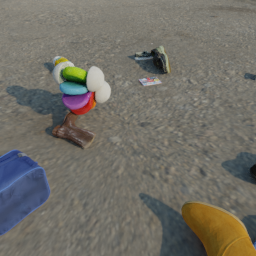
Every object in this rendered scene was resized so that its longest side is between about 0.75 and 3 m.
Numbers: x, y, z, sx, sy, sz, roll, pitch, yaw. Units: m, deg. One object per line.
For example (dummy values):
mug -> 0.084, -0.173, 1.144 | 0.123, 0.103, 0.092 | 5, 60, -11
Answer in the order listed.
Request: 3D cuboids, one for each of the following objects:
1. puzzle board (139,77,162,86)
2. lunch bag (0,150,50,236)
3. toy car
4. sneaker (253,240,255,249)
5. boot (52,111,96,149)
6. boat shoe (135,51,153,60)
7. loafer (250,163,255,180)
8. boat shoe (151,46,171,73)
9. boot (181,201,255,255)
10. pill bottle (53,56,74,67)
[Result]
puzzle board -> 1.062, -2.238, 13.370 | 0.928, 0.081, 0.700 | -12, 37, -16
lunch bag -> -3.019, 1.470, 7.030 | 1.302, 1.337, 1.969 | 25, 42, 31
toy car -> -1.718, -1.290, 9.901 | 1.794, 2.050, 1.537 | 12, 73, 15
sneaker -> 3.426, 2.603, 6.057 | 1.676, 0.631, 0.739 | -13, 37, -17
boot -> -1.639, 0.017, 9.811 | 1.547, 0.497, 1.442 | 15, 51, 26
boat shoe -> 0.961, -4.101, 15.678 | 1.256, 0.445, 0.453 | -17, 39, -22
loafer -> 4.719, 1.051, 8.020 | 2.471, 0.881, 0.902 | -5, 36, -7
boat shoe -> 1.684, -3.496, 14.581 | 0.799, 0.903, 2.466 | -13, 34, 5
boot -> 1.852, 2.743, 5.532 | 2.712, 0.954, 1.942 | 30, 41, 27
pill bottle -> -3.287, -3.177, 14.144 | 0.710, 0.710, 1.260 | -22, 41, -28
